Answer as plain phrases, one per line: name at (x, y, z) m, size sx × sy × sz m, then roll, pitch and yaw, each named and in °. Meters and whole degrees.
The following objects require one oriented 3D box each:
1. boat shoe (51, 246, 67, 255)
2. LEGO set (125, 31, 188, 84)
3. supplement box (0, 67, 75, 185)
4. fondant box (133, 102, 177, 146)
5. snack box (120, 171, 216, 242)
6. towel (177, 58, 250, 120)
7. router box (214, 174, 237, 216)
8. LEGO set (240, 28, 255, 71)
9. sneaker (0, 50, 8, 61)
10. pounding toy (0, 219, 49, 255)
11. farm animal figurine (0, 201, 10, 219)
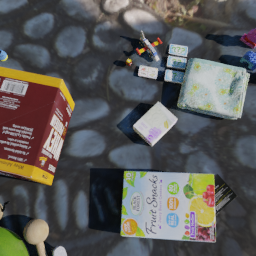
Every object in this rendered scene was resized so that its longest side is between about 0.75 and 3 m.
boat shoe at (-1.633, 3.535, 6.952) m, size 0.418 × 0.345 × 1.218 m, roll -8°, pitch 80°, yaw -36°
LEGO set at (0.905, -2.216, 8.727) m, size 1.880 × 0.461 × 1.404 m, roll 11°, pitch 70°, yaw 2°
supplement box at (-3.011, -0.046, 7.319) m, size 2.452 × 1.651 × 2.486 m, roll 12°, pitch 73°, yaw 4°
fondant box at (0.786, -0.120, 8.125) m, size 0.776 × 0.313 × 1.076 m, roll 43°, pitch 78°, yaw 12°
snack box at (1.017, 1.969, 7.146) m, size 2.286 × 0.606 × 1.626 m, roll 1°, pitch 73°, yaw 10°
towel at (2.538, -1.170, 8.289) m, size 1.858 × 0.447 × 1.590 m, roll 14°, pitch 74°, yaw 9°
router box at (2.272, 1.857, 7.524) m, size 1.042 × 0.266 × 0.777 m, roll -37°, pitch 76°, yaw -11°
LEGO set at (4.425, -2.025, 8.333) m, size 2.574 × 1.056 × 0.982 m, roll 40°, pitch 77°, yaw 11°
sneaker at (-4.357, -2.391, 8.788) m, size 1.085 × 0.425 × 0.358 m, roll 10°, pitch 75°, yaw 5°
pounding toy at (-3.219, 3.364, 6.521) m, size 2.743 × 1.273 × 2.117 m, roll -13°, pitch 73°, yaw -4°
farm animal figurine at (-4.654, 1.770, 7.048) m, size 2.693 × 1.420 × 2.723 m, roll -42°, pitch 86°, yaw 0°
